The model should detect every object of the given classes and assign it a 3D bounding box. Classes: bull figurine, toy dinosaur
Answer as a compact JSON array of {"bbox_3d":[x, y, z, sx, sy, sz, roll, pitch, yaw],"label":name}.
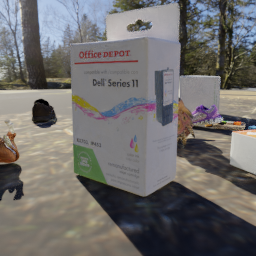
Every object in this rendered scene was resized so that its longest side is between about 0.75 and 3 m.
[{"bbox_3d":[-3.057,0.317,5.575,1.710,1.038,0.557,3,31,-13],"label":"bull figurine"},{"bbox_3d":[1.260,-0.171,7.812,2.031,1.286,2.996,17,6,36],"label":"toy dinosaur"}]

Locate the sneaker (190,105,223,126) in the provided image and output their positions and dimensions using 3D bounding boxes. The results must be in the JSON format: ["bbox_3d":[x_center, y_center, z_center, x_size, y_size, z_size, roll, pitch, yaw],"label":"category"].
[{"bbox_3d":[2.547,-0.458,10.132,1.654,0.731,0.665,-9,8,31],"label":"sneaker"}]

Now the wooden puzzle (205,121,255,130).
[{"bbox_3d":[3.690,-0.140,10.237,1.841,0.215,1.242,4,11,18],"label":"wooden puzzle"}]

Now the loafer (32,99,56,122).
[{"bbox_3d":[-3.679,-0.857,12.331,0.913,0.892,2.502,-2,10,-12],"label":"loafer"}]

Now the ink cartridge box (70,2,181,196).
[{"bbox_3d":[-0.090,-0.556,4.718,1.706,2.913,0.980,8,13,39],"label":"ink cartridge box"}]

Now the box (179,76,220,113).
[{"bbox_3d":[3.473,-1.624,13.819,1.892,1.883,1.621,2,10,12],"label":"box"}]

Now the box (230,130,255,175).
[{"bbox_3d":[2.732,0.497,5.136,0.897,0.703,1.443,-4,11,-22],"label":"box"}]
